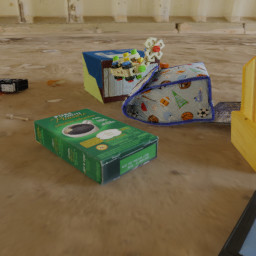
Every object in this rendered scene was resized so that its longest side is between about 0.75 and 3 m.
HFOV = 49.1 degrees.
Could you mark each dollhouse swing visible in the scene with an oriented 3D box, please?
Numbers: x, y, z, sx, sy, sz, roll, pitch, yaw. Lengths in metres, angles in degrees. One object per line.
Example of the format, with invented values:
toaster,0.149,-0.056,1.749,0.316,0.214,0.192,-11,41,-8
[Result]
dollhouse swing,4.052,-0.424,6.585,2.552,2.244,2.319,1,22,-1

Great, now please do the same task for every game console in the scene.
game console,2.784,1.135,3.519,2.497,1.731,2.925,17,27,33

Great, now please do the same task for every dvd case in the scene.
dvd case,2.962,-0.470,8.392,1.075,0.115,1.446,-38,21,-20

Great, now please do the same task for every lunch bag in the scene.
lunch bag,1.257,-1.140,9.132,2.731,1.691,2.321,-8,20,15

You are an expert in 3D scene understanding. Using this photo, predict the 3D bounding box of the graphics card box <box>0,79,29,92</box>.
graphics card box,-5.471,-1.886,12.224,1.868,0.475,1.172,0,16,3

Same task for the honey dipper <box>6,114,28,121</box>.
honey dipper,-3.592,-0.334,9.081,0.774,0.147,0.147,9,24,15

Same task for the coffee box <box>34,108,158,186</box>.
coffee box,-0.876,0.278,6.958,1.774,0.634,2.885,-21,31,-41

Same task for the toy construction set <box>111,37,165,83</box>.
toy construction set,0.253,-2.122,9.170,1.488,1.045,2.269,-27,10,-24

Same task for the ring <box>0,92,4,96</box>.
ring,-5.658,-1.450,11.811,0.823,0.079,0.823,0,23,0

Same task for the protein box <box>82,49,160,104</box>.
protein box,-0.338,-2.285,11.715,2.480,1.673,2.462,-10,25,-23

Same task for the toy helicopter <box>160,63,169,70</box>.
toy helicopter,2.546,-2.635,13.760,2.151,0.848,1.423,0,20,-17

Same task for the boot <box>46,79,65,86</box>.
boot,-3.443,-2.212,13.338,0.575,0.283,0.803,20,35,27
